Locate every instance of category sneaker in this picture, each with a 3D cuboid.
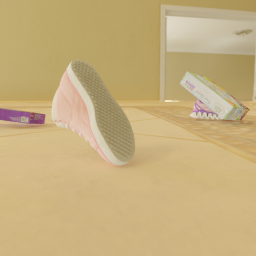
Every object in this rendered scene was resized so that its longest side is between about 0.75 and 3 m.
[{"bbox_3d":[-0.652,-0.091,4.707,0.737,1.958,1.024,-6,-30,-48],"label":"sneaker"},{"bbox_3d":[3.639,-0.798,11.465,2.108,0.932,0.848,5,1,18],"label":"sneaker"}]

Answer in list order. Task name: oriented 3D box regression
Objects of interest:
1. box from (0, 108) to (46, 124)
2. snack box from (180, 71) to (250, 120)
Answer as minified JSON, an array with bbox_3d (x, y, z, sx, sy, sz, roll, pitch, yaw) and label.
[{"bbox_3d":[-3.966,-0.442,9.340,2.022,0.395,1.384,8,1,2],"label":"box"},{"bbox_3d":[3.212,-1.187,10.421,1.603,0.597,2.254,-2,40,-47],"label":"snack box"}]
